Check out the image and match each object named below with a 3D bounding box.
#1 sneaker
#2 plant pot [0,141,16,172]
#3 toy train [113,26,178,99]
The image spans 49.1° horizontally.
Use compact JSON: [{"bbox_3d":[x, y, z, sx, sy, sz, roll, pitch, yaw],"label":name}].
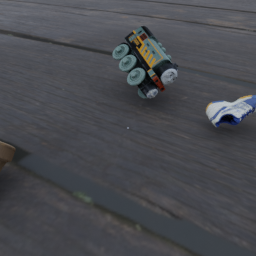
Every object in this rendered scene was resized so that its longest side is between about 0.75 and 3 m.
[{"bbox_3d":[2.988,-0.386,7.565,1.648,0.620,0.726,-11,50,4],"label":"sneaker"},{"bbox_3d":[-3.182,0.814,5.589,1.475,1.475,1.286,9,73,13],"label":"plant pot"},{"bbox_3d":[0.540,-2.154,9.113,1.541,1.152,2.703,-36,51,11],"label":"toy train"}]
